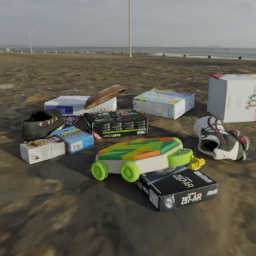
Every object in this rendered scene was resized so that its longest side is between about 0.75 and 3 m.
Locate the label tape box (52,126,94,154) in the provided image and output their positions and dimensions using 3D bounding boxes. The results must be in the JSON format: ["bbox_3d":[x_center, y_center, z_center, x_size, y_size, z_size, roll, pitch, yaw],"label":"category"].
[{"bbox_3d":[-1.750,0.356,8.847,0.836,0.367,1.160,-18,26,-38],"label":"label tape box"}]

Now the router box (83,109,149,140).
[{"bbox_3d":[-0.478,-0.174,10.141,2.029,0.630,1.520,-5,19,-18],"label":"router box"}]

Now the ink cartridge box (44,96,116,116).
[{"bbox_3d":[-1.979,-1.022,12.724,2.835,0.625,2.888,1,11,0],"label":"ink cartridge box"}]

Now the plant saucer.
[{"bbox_3d":[-0.896,-1.194,10.452,1.777,0.325,1.777,-27,3,1],"label":"plant saucer"}]

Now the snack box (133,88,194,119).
[{"bbox_3d":[1.643,-1.173,12.871,2.214,0.749,1.867,13,28,37],"label":"snack box"}]

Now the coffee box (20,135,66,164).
[{"bbox_3d":[-2.431,0.604,8.052,1.105,0.441,0.624,-15,23,-39],"label":"coffee box"}]

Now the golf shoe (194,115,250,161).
[{"bbox_3d":[2.506,0.240,8.438,1.072,0.940,2.435,-9,20,-14],"label":"golf shoe"}]

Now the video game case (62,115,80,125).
[{"bbox_3d":[-2.484,-0.337,11.427,0.814,0.161,0.899,4,18,13],"label":"video game case"}]

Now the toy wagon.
[{"bbox_3d":[0.518,0.678,6.898,2.765,0.547,2.145,-6,10,40],"label":"toy wagon"}]

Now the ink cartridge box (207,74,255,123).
[{"bbox_3d":[4.895,-1.317,11.860,2.434,1.760,1.768,-2,18,-7],"label":"ink cartridge box"}]

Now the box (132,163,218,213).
[{"bbox_3d":[0.921,1.167,6.399,1.416,0.385,1.767,-7,19,-21],"label":"box"}]

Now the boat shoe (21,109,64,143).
[{"bbox_3d":[-2.939,-0.262,9.968,0.995,0.853,2.721,0,19,5],"label":"boat shoe"}]
